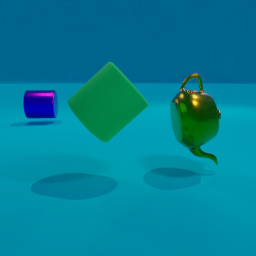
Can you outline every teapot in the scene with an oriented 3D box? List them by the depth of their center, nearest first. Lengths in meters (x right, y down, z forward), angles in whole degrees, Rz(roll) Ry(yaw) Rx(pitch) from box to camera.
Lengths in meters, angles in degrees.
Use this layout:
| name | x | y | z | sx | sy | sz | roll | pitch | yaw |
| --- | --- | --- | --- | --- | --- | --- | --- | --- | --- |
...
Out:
| name | x | y | z | sx | sy | sz | roll | pitch | yaw |
| --- | --- | --- | --- | --- | --- | --- | --- | --- | --- |
| teapot | 1.065 | -0.104 | 4.276 | 0.712 | 1.455 | 0.904 | -9 | 2 | -4 |

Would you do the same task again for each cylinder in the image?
| name | x | y | z | sx | sy | sz | roll | pitch | yaw |
| --- | --- | --- | --- | --- | --- | --- | --- | --- | --- |
| cylinder | -0.281 | -0.363 | 4.018 | 0.833 | 0.833 | 0.833 | -42 | 10 | 4 |
| cylinder | -2.838 | -0.776 | 9.193 | 0.929 | 0.929 | 0.929 | -1 | 10 | -4 |
